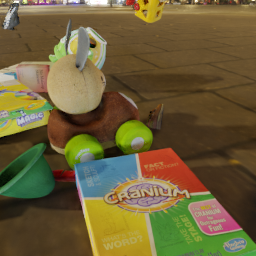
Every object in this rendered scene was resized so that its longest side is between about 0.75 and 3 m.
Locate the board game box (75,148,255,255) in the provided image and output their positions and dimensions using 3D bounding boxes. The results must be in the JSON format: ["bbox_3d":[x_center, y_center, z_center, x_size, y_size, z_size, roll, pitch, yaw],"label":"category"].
[{"bbox_3d":[0.339,1.369,4.625,2.088,0.550,2.729,-8,28,-16],"label":"board game box"}]

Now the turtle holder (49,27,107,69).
[{"bbox_3d":[-1.855,-2.937,10.864,1.982,1.853,2.609,47,15,7],"label":"turtle holder"}]

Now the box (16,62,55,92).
[{"bbox_3d":[-3.316,-1.950,10.717,1.573,1.005,0.857,-1,27,-1],"label":"box"}]

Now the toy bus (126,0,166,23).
[{"bbox_3d":[0.580,-2.962,6.233,0.599,1.094,1.160,40,12,20],"label":"toy bus"}]

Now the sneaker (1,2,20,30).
[{"bbox_3d":[-2.879,-2.804,7.083,0.354,0.782,0.260,11,38,-45],"label":"sneaker"}]

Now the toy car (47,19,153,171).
[{"bbox_3d":[-0.886,-0.921,6.436,2.296,2.910,2.390,-16,31,-19],"label":"toy car"}]

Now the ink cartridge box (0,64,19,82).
[{"bbox_3d":[-4.572,-2.158,11.567,1.049,0.606,1.437,11,29,20],"label":"ink cartridge box"}]

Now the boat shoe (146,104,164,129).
[{"bbox_3d":[0.812,-0.400,8.251,0.429,0.454,1.262,6,27,10],"label":"boat shoe"}]

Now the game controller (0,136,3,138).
[{"bbox_3d":[-4.060,-0.051,7.758,1.031,0.416,1.976,-27,34,-18],"label":"game controller"}]

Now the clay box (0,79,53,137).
[{"bbox_3d":[-3.248,-0.533,7.348,1.669,0.691,2.904,-19,32,-32],"label":"clay box"}]

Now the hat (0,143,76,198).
[{"bbox_3d":[-1.613,1.210,5.418,1.624,1.429,1.345,-29,23,24],"label":"hat"}]
